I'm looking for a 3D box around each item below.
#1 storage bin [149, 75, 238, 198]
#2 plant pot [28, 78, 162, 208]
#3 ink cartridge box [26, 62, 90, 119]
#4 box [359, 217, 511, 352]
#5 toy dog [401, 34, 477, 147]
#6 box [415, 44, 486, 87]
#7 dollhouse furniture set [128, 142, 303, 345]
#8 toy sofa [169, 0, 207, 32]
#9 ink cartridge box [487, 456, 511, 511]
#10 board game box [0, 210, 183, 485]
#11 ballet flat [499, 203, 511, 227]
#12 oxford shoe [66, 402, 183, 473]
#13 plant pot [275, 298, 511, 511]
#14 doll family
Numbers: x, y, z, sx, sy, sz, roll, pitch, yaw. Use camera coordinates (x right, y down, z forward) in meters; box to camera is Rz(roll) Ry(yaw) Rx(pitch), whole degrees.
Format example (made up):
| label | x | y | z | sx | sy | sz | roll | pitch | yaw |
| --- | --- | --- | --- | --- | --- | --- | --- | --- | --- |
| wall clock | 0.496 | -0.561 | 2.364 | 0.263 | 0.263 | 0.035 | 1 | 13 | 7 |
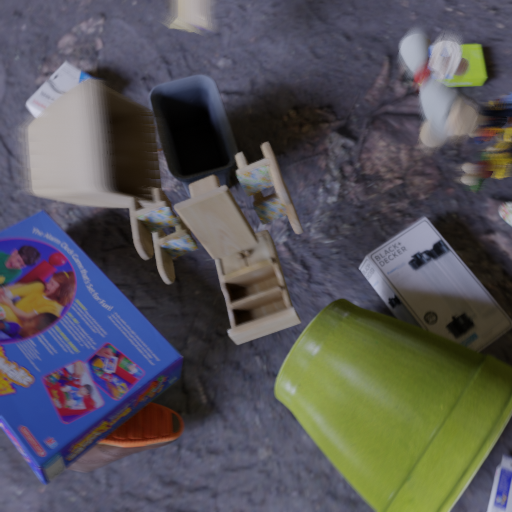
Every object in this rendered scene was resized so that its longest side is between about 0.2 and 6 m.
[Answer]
| label | x | y | z | sx | sy | sz | roll | pitch | yaw |
| --- | --- | --- | --- | --- | --- | --- | --- | --- | --- |
| storage bin | -1.345 | -2.288 | 11.652 | 1.619 | 1.494 | 2.225 | -16 | 71 | -6 |
| plant pot | -2.793 | -1.661 | 9.437 | 1.576 | 1.780 | 1.778 | -10 | 83 | 21 |
| ink cartridge box | -4.277 | -3.500 | 12.559 | 0.986 | 0.570 | 1.351 | 33 | 74 | 11 |
| box | 3.445 | 0.763 | 10.955 | 1.556 | 0.802 | 2.668 | -31 | 73 | -10 |
| toy dog | 3.181 | -2.818 | 9.427 | 0.930 | 1.931 | 1.274 | -30 | 31 | -25 |
| box | 4.402 | -4.401 | 12.969 | 1.603 | 0.382 | 0.978 | -2 | 71 | -1 |
| dollhouse furniture set | -0.336 | 0.000 | 8.546 | 2.232 | 2.547 | 1.692 | -20 | 57 | 8 |
| toy sofa | -1.358 | -5.405 | 11.365 | 0.778 | 0.660 | 1.593 | 1 | 113 | -5 |
| ink cartridge box | 4.548 | 4.233 | 10.077 | 0.525 | 0.206 | 1.109 | 19 | 74 | 7 |
| board game box | -3.771 | 1.366 | 9.977 | 2.843 | 0.947 | 4.229 | -35 | 67 | -32 |
| ballet flat | 5.928 | -0.642 | 11.582 | 1.727 | 0.552 | 0.653 | 32 | 75 | 11 |
| oxford shoe | -2.719 | 3.285 | 10.103 | 2.790 | 1.017 | 0.995 | 0 | 35 | -9 |
| plant pot | 2.147 | 2.391 | 9.365 | 3.178 | 3.301 | 3.301 | 34 | 74 | 22 |
| doll family | 4.360 | -2.187 | 9.978 | 0.863 | 1.272 | 2.200 | 8 | 92 | 7 |
